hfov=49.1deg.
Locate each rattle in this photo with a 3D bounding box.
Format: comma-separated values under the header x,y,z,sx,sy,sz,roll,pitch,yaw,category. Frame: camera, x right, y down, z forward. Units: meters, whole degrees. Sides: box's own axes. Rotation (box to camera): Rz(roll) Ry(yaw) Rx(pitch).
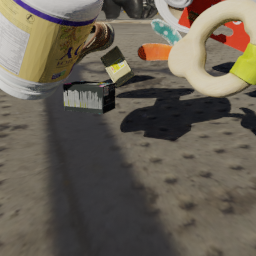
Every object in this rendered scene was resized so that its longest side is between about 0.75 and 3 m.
x,y,z,sx,sy,sz,roll,pitch,yaw,category
1.485,-1.218,4.665,1.598,1.457,2.238,-14,13,-36,rattle

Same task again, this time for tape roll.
x,y,z,sx,sy,sz,roll,pitch,yaw,category
1.977,-4.272,9.427,2.179,2.179,0.762,24,70,41,tape roll

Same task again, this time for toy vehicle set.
x,y,z,sx,sy,sz,roll,pitch,yaw,category
-0.297,-1.687,7.687,0.594,0.956,0.127,-31,-8,18,toy vehicle set

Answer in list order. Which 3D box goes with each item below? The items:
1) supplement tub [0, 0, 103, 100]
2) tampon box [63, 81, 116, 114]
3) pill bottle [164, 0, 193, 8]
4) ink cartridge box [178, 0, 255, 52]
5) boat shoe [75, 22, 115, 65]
x,y,z,sx,sy,sz,roll,pitch,yaw,category
-1.496,-1.634,4.701,1.550,2.132,1.550,18,48,-21,supplement tub
-0.709,-0.593,5.242,0.801,0.506,0.600,7,17,19,tampon box
1.099,-2.948,5.329,0.635,1.143,0.635,20,-13,5,pill bottle
2.372,-2.808,5.635,1.893,2.330,0.665,20,30,-9,ink cartridge box
-1.402,-2.177,7.208,2.174,0.823,0.780,-20,-7,28,boat shoe
